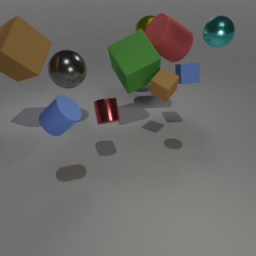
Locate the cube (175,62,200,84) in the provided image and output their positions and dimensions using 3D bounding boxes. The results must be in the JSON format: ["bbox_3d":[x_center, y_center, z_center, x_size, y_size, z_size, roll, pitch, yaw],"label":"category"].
[{"bbox_3d":[2.166,-2.001,10.230,0.700,0.700,0.700,-6,11,-6],"label":"cube"}]

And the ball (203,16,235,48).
[{"bbox_3d":[2.071,-2.190,6.394,0.700,0.700,0.700,0,28,0],"label":"ball"}]

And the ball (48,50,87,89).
[{"bbox_3d":[-2.221,-2.149,10.291,1.400,1.400,1.400,0,28,0],"label":"ball"}]

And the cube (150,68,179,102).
[{"bbox_3d":[1.238,-1.477,9.564,0.700,0.700,0.700,31,65,18],"label":"cube"}]

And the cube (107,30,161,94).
[{"bbox_3d":[0.245,-2.387,10.267,1.400,1.400,1.400,-28,71,-6],"label":"cube"}]

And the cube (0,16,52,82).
[{"bbox_3d":[-3.712,-2.591,9.430,1.400,1.400,1.400,-3,64,40],"label":"cube"}]

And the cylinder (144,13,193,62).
[{"bbox_3d":[1.542,-3.461,10.821,1.400,1.400,1.400,20,15,-34],"label":"cylinder"}]

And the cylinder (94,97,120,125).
[{"bbox_3d":[-0.628,-0.499,8.380,0.700,0.700,0.700,-10,-2,0],"label":"cylinder"}]

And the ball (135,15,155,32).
[{"bbox_3d":[0.997,-4.373,12.746,1.400,1.400,1.400,0,28,0],"label":"ball"}]

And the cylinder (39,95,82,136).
[{"bbox_3d":[-1.549,-0.279,6.418,0.700,0.700,0.700,-37,15,26],"label":"cylinder"}]
